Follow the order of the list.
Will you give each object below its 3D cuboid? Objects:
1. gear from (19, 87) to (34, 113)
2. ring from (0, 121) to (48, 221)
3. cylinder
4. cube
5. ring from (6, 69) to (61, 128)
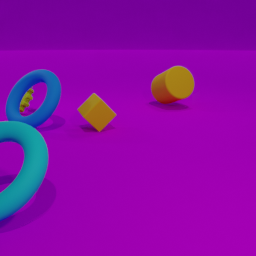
[{"bbox_3d":[-3.911,-1.075,10.177,1.169,1.169,0.216,15,-12,39],"label":"gear"},{"bbox_3d":[-2.001,0.607,4.152,1.691,0.338,1.691,-7,53,9],"label":"ring"},{"bbox_3d":[1.730,-1.652,11.005,1.266,1.266,1.266,-7,-2,-22],"label":"cylinder"},{"bbox_3d":[-0.922,-0.462,8.236,0.720,0.720,0.720,-45,32,-1],"label":"cube"},{"bbox_3d":[-2.893,-0.881,8.509,2.013,2.013,0.403,11,-17,31],"label":"ring"}]
